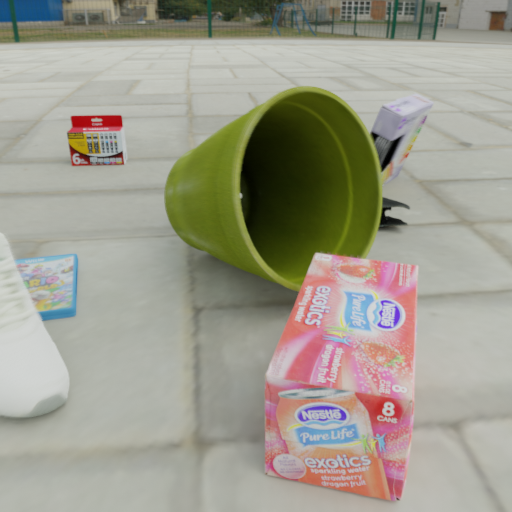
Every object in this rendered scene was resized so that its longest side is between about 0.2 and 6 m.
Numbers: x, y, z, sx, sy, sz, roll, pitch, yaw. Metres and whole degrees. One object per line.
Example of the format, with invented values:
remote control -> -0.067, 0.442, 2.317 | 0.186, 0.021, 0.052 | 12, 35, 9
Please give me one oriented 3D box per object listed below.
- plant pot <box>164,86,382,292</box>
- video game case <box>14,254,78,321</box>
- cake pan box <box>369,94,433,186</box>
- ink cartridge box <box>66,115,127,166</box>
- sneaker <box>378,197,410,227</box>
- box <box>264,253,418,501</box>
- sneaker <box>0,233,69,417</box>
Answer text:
plant pot -> 0.004, -0.852, 8.015 | 2.584, 2.584, 2.488 | -21, 14, -36
video game case -> -3.133, 0.440, 7.817 | 1.210, 0.151, 1.691 | -7, 27, -13
cake pan box -> 2.707, -2.256, 11.361 | 0.521, 1.833, 1.990 | 32, 34, 21
ink cartridge box -> -3.757, -2.727, 13.221 | 1.252, 1.099, 0.525 | -3, 26, -4
sneaker -> 1.567, -0.894, 9.982 | 2.131, 0.640, 1.111 | 4, 22, 0
box -> 0.939, 1.006, 5.530 | 1.223, 1.128, 2.383 | 7, 27, 14
sneaker -> -2.943, 0.469, 5.965 | 2.943, 1.179, 1.035 | 41, 32, 26
